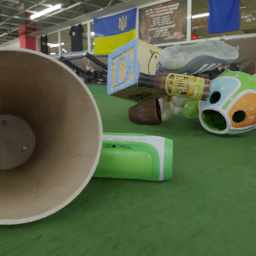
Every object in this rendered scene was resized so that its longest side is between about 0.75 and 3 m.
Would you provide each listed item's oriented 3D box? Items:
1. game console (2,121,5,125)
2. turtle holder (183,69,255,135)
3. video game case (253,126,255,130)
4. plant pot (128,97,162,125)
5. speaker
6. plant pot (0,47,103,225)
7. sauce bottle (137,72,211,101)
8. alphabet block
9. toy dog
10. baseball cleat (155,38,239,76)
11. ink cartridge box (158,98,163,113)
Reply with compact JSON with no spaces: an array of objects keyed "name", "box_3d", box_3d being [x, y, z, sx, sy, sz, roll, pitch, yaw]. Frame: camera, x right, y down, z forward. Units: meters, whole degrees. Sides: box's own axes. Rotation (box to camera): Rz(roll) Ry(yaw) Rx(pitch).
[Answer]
[{"name":"game console","box_3d":[-4.708,-0.521,7.666,2.441,1.692,2.860,-42,-9,28]},{"name":"turtle holder","box_3d":[2.936,-0.779,8.714,1.775,1.899,2.499,-37,51,-26]},{"name":"video game case","box_3d":[4.416,-0.322,10.523,2.845,0.314,2.590,4,12,20]},{"name":"plant pot","box_3d":[0.597,-0.561,10.374,1.095,1.024,1.024,-8,9,17]},{"name":"speaker","box_3d":[-0.138,0.517,5.056,1.855,0.820,0.820,2,11,8]},{"name":"plant pot","box_3d":[-1.812,0.164,4.422,2.152,2.152,2.298,-6,-2,-27]},{"name":"sauce bottle","box_3d":[1.273,-1.204,7.899,2.020,0.654,0.654,8,12,2]},{"name":"alphabet block","box_3d":[0.430,-2.011,10.457,1.782,1.741,1.750,9,-13,-38]},{"name":"toy dog","box_3d":[2.727,-1.352,10.778,2.515,1.755,2.439,3,-26,-16]},{"name":"baseball cleat","box_3d":[2.053,-1.986,8.655,2.724,1.450,0.950,-6,56,-20]},{"name":"ink cartridge box","box_3d":[2.103,-1.374,13.114,1.848,1.341,0.774,-10,15,-40]}]
